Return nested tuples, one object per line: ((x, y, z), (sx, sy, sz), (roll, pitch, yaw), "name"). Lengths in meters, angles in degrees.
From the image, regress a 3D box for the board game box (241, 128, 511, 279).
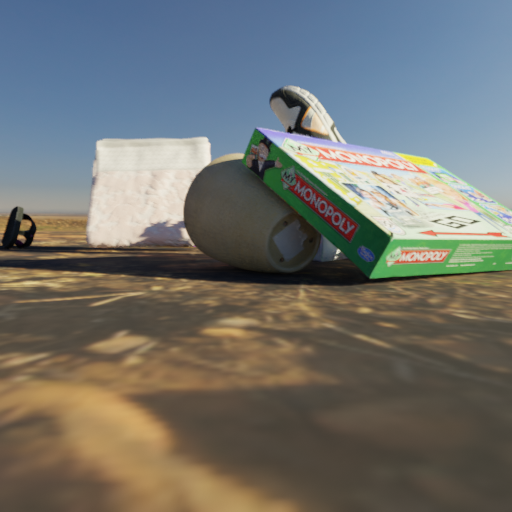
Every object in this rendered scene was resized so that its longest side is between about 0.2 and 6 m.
((1.870, -0.657, 7.004), (3.541, 0.515, 2.383), (-1, 36, -40), "board game box")

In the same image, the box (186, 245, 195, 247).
((-1.567, -0.438, 15.285), (1.335, 0.337, 1.867), (3, 6, 41), "box")

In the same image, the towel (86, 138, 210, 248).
((-2.387, -1.459, 12.725), (2.737, 2.614, 0.441), (-1, -15, 0), "towel")

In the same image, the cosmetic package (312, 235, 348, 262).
((0.976, -0.353, 9.529), (1.174, 0.722, 1.171), (8, 9, 39), "cosmetic package")

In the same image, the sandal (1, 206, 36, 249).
((-5.906, -0.662, 14.037), (0.667, 1.047, 2.786), (18, -4, -25), "sandal")

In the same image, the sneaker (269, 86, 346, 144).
((0.954, -1.883, 9.732), (1.016, 2.540, 0.936), (-34, -15, -10), "sneaker")

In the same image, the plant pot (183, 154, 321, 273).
((0.059, -0.398, 7.028), (1.505, 1.505, 1.607), (-2, 19, -28), "plant pot")
